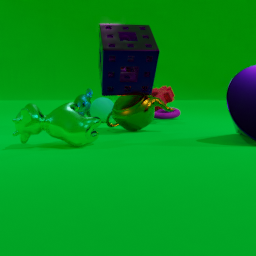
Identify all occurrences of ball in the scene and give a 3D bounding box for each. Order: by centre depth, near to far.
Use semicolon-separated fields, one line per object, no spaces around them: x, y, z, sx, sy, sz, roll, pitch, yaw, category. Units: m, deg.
-0.874;-0.616;9.693;0.877;0.877;0.877;0;6;0;ball

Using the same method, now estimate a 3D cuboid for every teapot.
0.250;-0.409;7.249;1.860;0.911;1.157;-18;33;18;teapot

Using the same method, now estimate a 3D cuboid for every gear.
0.667;-0.874;9.920;1.952;0.361;1.952;-24;18;8;gear

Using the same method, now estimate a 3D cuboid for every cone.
2.643;-0.182;5.976;1.664;1.664;1.671;0;-20;-1;cone

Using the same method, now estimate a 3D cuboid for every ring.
1.490;-0.605;11.326;1.247;0.249;1.247;-3;17;1;ring

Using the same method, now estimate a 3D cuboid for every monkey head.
-1.500;-0.727;10.003;0.944;1.312;0.791;24;-33;-10;monkey head

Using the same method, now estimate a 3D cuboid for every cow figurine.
-1.258;-0.029;4.900;1.263;0.693;1.243;29;32;25;cow figurine

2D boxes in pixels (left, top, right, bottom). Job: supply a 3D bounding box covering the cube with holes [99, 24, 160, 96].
-0.051;-1.644;6.768;1.223;1.223;1.223;-2;46;-9;cube with holes
